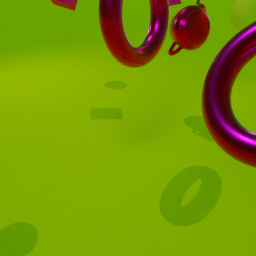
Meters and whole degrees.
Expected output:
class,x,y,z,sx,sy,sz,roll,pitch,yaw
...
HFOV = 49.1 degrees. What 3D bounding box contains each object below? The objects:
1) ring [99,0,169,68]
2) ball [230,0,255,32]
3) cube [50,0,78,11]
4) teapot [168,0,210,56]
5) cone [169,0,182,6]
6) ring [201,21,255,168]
class,x,y,z,sx,sy,sz,roll,pitch,yaw
ring,0.184,-2.134,5.260,0.396,1.978,1.978,15,33,34
ball,3.193,-2.945,7.087,1.150,1.150,1.150,0,30,0
cube,-1.877,-4.005,8.291,0.708,0.708,0.708,17,8,-2
teapot,1.624,-2.718,7.504,1.126,1.811,0.887,31,0,-32
cone,0.999,-3.823,7.676,0.894,0.897,0.894,-8,20,3
ring,1.537,-0.407,2.869,0.341,1.704,1.704,18,13,-43
